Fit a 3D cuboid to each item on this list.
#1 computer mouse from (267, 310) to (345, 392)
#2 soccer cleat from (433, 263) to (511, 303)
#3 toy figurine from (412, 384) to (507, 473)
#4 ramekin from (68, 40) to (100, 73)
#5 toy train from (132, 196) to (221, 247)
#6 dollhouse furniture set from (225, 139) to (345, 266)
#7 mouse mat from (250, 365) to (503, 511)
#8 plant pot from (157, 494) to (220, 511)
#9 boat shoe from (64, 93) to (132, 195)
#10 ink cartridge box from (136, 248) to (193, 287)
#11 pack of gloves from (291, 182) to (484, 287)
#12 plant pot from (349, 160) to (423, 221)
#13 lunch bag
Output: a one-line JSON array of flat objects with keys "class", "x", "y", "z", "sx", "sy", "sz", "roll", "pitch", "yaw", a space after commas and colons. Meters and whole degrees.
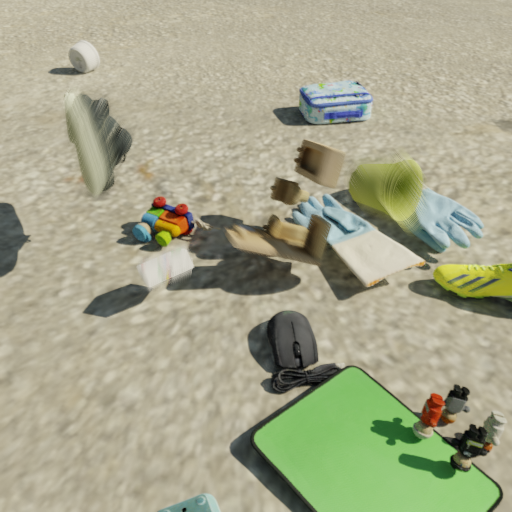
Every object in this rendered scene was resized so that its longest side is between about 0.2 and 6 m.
[{"class": "computer mouse", "x": 0.669, "y": 1.409, "z": 9.188, "sx": 1.191, "sy": 0.453, "sz": 1.720, "roll": -7, "pitch": 36, "yaw": -10}, {"class": "soccer cleat", "x": 4.391, "y": 0.401, "z": 10.206, "sx": 2.204, "sy": 0.922, "sz": 0.712, "roll": 14, "pitch": 38, "yaw": 19}, {"class": "toy figurine", "x": 2.767, "y": 2.333, "z": 7.625, "sx": 0.987, "sy": 0.697, "sz": 1.002, "roll": -6, "pitch": 31, "yaw": -43}, {"class": "ramekin", "x": -6.583, "y": -7.532, "z": 21.299, "sx": 1.140, "sy": 1.140, "sz": 0.598, "roll": 18, "pitch": 48, "yaw": 24}, {"class": "toy train", "x": -1.710, "y": -0.556, "z": 11.831, "sx": 1.705, "sy": 0.722, "sz": 0.987, "roll": 20, "pitch": 50, "yaw": 25}, {"class": "dollhouse furniture set", "x": 0.442, "y": -1.265, "z": 10.918, "sx": 1.732, "sy": 2.125, "sz": 2.021, "roll": 11, "pitch": 15, "yaw": -17}, {"class": "mouse mat", "x": 1.555, "y": 2.766, "z": 7.437, "sx": 2.223, "sy": 0.104, "sz": 2.763, "roll": -26, "pitch": 48, "yaw": -31}, {"class": "plant pot", "x": -0.719, "y": 3.214, "z": 6.192, "sx": 0.956, "sy": 0.977, "sz": 0.959, "roll": -14, "pitch": 37, "yaw": -18}, {"class": "boat shoe", "x": -2.956, "y": -2.241, "z": 10.780, "sx": 1.053, "sy": 1.186, "sz": 3.175, "roll": -8, "pitch": 35, "yaw": -23}, {"class": "ink cartridge box", "x": -1.620, "y": 0.197, "z": 9.920, "sx": 0.866, "sy": 0.364, "sz": 0.627, "roll": -25, "pitch": 11, "yaw": -16}, {"class": "pack of gloves", "x": 2.733, "y": -0.599, "z": 12.127, "sx": 3.092, "sy": 0.726, "sz": 3.680, "roll": -22, "pitch": 35, "yaw": -14}, {"class": "plant pot", "x": 2.222, "y": -1.219, "z": 9.897, "sx": 1.061, "sy": 1.061, "sz": 0.976, "roll": -29, "pitch": 31, "yaw": -34}, {"class": "lunch bag", "x": 2.507, "y": -4.834, "z": 17.685, "sx": 2.143, "sy": 0.884, "sz": 1.723, "roll": -7, "pitch": 39, "yaw": -8}]
